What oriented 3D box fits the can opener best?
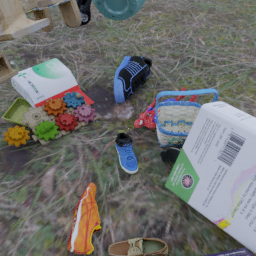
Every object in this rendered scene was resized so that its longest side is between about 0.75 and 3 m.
[{"bbox_3d":[-1.365,-4.373,8.913,0.822,2.592,1.019,-17,60,-49],"label":"can opener"}]

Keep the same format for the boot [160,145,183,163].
[{"bbox_3d":[1.338,0.584,6.898,0.790,1.046,0.377,-15,88,-21],"label":"boot"}]

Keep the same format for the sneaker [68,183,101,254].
[{"bbox_3d":[-0.841,1.883,5.891,0.597,0.565,1.548,18,47,-13],"label":"sneaker"}]

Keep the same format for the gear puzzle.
[{"bbox_3d":[-2.229,-0.291,7.888,2.641,0.346,1.368,-28,64,-29],"label":"gear puzzle"}]

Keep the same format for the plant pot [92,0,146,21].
[{"bbox_3d":[-0.197,-3.175,6.255,1.486,1.486,1.193,5,62,5],"label":"plant pot"}]

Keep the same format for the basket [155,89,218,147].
[{"bbox_3d":[1.413,-0.298,7.182,1.493,1.693,1.177,-3,45,-3],"label":"basket"}]

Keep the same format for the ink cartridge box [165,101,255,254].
[{"bbox_3d":[2.432,1.011,5.444,2.811,2.035,1.180,34,27,29],"label":"ink cartridge box"}]

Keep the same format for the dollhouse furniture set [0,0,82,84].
[{"bbox_3d":[-2.776,-1.761,6.067,2.873,1.870,2.639,8,39,38],"label":"dollhouse furniture set"}]

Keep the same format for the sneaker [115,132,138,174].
[{"bbox_3d":[-0.041,0.580,7.053,0.425,0.616,1.108,-12,45,-12],"label":"sneaker"}]

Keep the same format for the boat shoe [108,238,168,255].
[{"bbox_3d":[0.201,2.303,5.414,1.168,0.431,0.442,-2,44,-2],"label":"boat shoe"}]

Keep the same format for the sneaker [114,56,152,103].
[{"bbox_3d":[0.198,-1.682,9.202,0.962,0.866,2.470,2,42,13],"label":"sneaker"}]

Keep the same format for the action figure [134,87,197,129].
[{"bbox_3d":[1.057,-0.570,8.333,2.233,0.577,0.730,-32,55,-25],"label":"action figure"}]

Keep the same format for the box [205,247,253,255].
[{"bbox_3d":[1.153,2.784,4.144,2.235,0.881,1.577,-8,16,-8],"label":"box"}]

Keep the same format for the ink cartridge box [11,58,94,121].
[{"bbox_3d":[-2.321,-1.216,8.684,2.071,0.519,1.667,40,53,23],"label":"ink cartridge box"}]

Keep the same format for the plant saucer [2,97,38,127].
[{"bbox_3d":[-2.999,-0.404,8.252,0.975,0.234,0.977,17,45,1],"label":"plant saucer"}]
